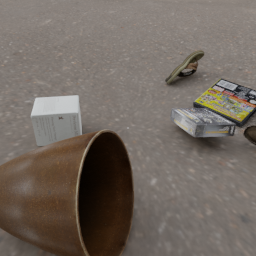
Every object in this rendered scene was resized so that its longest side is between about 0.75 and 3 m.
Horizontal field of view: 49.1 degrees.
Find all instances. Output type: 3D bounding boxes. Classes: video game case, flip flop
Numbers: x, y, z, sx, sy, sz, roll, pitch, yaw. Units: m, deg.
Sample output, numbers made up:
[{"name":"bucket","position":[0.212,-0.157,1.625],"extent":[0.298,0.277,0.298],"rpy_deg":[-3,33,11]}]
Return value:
[{"name":"video game case","position":[3.330,-0.884,9.157],"extent":[1.599,0.226,1.769],"rpy_deg":[-39,48,-24]},{"name":"flip flop","position":[2.354,-2.348,11.192],"extent":[0.634,0.892,2.201],"rpy_deg":[45,61,6]}]

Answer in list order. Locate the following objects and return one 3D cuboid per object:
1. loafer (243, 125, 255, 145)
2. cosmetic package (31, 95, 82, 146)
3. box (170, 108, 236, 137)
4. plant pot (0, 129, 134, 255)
[{"name":"loafer","position":[3.351,0.205,6.855],"extent":[0.508,0.520,1.424],"rpy_deg":[22,4,-25]},{"name":"cosmetic package","position":[-1.929,-0.220,7.767],"extent":[1.209,1.012,1.006],"rpy_deg":[-5,34,-7]},{"name":"box","position":[2.021,-0.177,7.758],"extent":[1.183,0.361,1.494],"rpy_deg":[-2,20,-18]},{"name":"plant pot","position":[-1.299,1.166,4.865],"extent":[2.261,2.113,2.113],"rpy_deg":[-5,30,21]}]
